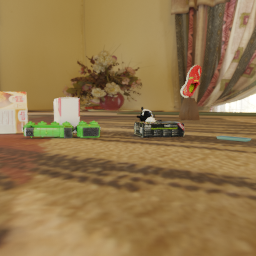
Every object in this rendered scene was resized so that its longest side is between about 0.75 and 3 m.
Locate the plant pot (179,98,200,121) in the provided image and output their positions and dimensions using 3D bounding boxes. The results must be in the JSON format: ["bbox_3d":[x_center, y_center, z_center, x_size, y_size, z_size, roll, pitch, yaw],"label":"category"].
[{"bbox_3d":[3.965,-1.223,18.124,1.346,1.440,1.346,0,4,0],"label":"plant pot"}]

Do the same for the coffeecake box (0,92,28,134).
[{"bbox_3d":[-4.716,-0.562,9.461,2.490,0.910,1.911,-2,24,-21],"label":"coffeecake box"}]

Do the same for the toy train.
[{"bbox_3d":[-1.868,0.073,7.997,2.235,0.466,0.630,-1,15,-11],"label":"toy train"}]

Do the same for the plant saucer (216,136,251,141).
[{"bbox_3d":[2.814,0.281,7.479,0.299,0.081,0.855,-4,5,-42],"label":"plant saucer"}]

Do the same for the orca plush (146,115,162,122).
[{"bbox_3d":[1.112,-0.202,11.500,0.425,0.629,1.195,33,-17,-15],"label":"orca plush"}]

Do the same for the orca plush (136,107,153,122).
[{"bbox_3d":[0.621,-0.425,13.015,0.672,0.994,1.890,-32,13,-9],"label":"orca plush"}]

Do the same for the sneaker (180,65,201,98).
[{"bbox_3d":[2.862,-1.997,12.040,0.611,1.586,0.673,27,-10,-23],"label":"sneaker"}]

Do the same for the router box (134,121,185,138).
[{"bbox_3d":[0.936,0.023,8.599,1.325,0.412,0.993,-1,5,-12],"label":"router box"}]

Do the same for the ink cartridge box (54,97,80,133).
[{"bbox_3d":[-2.183,-0.469,9.873,0.672,1.189,1.624,-2,5,-21],"label":"ink cartridge box"}]
